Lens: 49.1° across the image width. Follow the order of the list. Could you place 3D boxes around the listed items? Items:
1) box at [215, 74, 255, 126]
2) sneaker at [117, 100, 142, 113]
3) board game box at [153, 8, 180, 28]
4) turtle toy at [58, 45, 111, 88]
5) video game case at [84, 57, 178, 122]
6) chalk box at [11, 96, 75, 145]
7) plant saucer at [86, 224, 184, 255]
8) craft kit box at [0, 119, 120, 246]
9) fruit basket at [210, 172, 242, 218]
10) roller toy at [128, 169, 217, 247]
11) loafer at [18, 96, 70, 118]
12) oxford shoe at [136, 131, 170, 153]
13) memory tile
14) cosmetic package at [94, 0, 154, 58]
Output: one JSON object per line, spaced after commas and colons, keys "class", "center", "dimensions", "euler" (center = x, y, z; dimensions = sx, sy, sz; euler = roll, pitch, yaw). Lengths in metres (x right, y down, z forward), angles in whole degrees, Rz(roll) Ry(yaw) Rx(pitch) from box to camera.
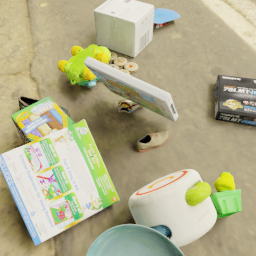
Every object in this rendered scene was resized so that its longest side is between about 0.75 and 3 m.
{"class": "box", "center": [4.617, -1.104, 10.991], "dimensions": [2.288, 0.568, 2.270], "euler": [10, 51, 8]}
{"class": "sneaker", "center": [0.196, -0.823, 10.827], "dimensions": [1.208, 0.453, 0.544], "euler": [-7, 48, 6]}
{"class": "board game box", "center": [1.705, -5.926, 15.219], "dimensions": [2.132, 0.415, 1.685], "euler": [-26, 50, -28]}
{"class": "turtle toy", "center": [-1.604, -2.633, 11.737], "dimensions": [1.788, 1.240, 2.454], "euler": [21, 62, 25]}
{"class": "video game case", "center": [0.220, -1.192, 9.313], "dimensions": [2.892, 2.633, 0.319], "euler": [28, 87, 19]}
{"class": "chalk box", "center": [-2.804, 0.062, 9.394], "dimensions": [1.437, 1.447, 2.318], "euler": [-32, 58, -24]}
{"class": "plant saucer", "center": [0.231, 3.502, 6.278], "dimensions": [2.706, 0.371, 2.706], "euler": [-2, 85, 21]}
{"class": "craft kit box", "center": [-1.900, 1.428, 7.866], "dimensions": [2.569, 0.631, 2.601], "euler": [-23, 92, -17]}
{"class": "fruit basket", "center": [2.661, 1.869, 7.990], "dimensions": [0.943, 1.307, 1.307], "euler": [-8, 50, -6]}
{"class": "roller toy", "center": [1.146, 2.104, 7.206], "dimensions": [1.984, 2.175, 1.520], "euler": [-24, 86, -1]}
{"class": "loafer", "center": [-3.216, -0.732, 10.590], "dimensions": [2.071, 0.651, 0.744], "euler": [11, 50, 10]}
{"class": "oxford shoe", "center": [0.913, 0.393, 9.726], "dimensions": [1.357, 0.508, 0.478], "euler": [-27, 55, -21]}
{"class": "memory tile", "center": [-0.958, -2.788, 12.641], "dimensions": [2.512, 0.211, 1.925], "euler": [30, 56, 24]}
{"class": "cosmetic package", "center": [-0.171, -4.851, 13.322], "dimensions": [2.224, 1.835, 1.833], "euler": [24, 54, 19]}
